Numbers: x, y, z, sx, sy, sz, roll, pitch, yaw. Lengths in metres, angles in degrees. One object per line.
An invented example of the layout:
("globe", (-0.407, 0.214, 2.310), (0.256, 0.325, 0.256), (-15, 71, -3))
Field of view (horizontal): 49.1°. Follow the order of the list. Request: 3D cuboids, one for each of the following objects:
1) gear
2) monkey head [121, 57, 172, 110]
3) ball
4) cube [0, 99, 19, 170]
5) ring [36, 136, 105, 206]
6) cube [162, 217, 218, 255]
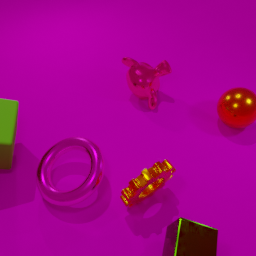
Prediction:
("gear", (0.493, 1.352, 6.785), (1.477, 1.477, 0.273), (-28, 63, -21))
("monkey head", (0.672, -1.660, 9.295), (1.177, 1.405, 1.953), (-40, 102, -47))
("ball", (3.382, -0.622, 8.595), (1.261, 1.261, 1.261), (0, 50, 0))
("cube", (-3.654, 0.133, 7.234), (1.367, 1.367, 1.367), (7, 53, -20))
("ring", (-1.492, 1.066, 7.209), (1.878, 0.376, 1.878), (-8, 59, 13))
("cube", (1.313, 2.573, 6.032), (0.882, 0.882, 0.882), (19, 56, -2))
